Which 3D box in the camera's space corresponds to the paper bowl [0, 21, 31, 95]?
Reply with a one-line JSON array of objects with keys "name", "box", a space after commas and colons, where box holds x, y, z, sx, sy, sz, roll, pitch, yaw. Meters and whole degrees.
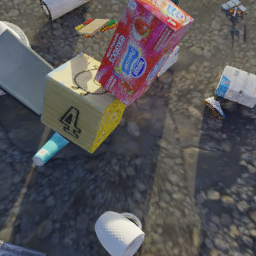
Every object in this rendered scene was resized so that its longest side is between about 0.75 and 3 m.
[{"name": "paper bowl", "box": [-5.104, -2.743, 10.148, 3.004, 1.562, 3.004, 0, 60, 1]}]

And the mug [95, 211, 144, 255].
[{"name": "mug", "box": [-0.185, 2.776, 7.589, 1.141, 0.961, 1.301, 34, 36, 30]}]

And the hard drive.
[{"name": "hard drive", "box": [-3.563, -1.833, 9.437, 2.500, 0.411, 1.745, 41, 61, -27]}]

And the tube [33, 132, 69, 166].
[{"name": "tube", "box": [-1.831, 0.481, 6.668, 0.416, 0.271, 1.074, 42, 36, -5]}]

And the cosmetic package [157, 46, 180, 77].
[{"name": "cosmetic package", "box": [0.716, -3.092, 10.753, 2.267, 0.839, 1.152, 41, 69, 18]}]

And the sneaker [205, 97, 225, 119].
[{"name": "sneaker", "box": [3.102, -0.734, 9.741, 0.401, 0.343, 0.910, -30, 66, -15]}]

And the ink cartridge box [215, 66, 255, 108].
[{"name": "ink cartridge box", "box": [4.135, -1.410, 9.956, 1.761, 0.598, 1.022, 23, 64, 12]}]

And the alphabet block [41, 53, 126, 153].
[{"name": "alphabet block", "box": [-1.252, -0.778, 8.536, 1.945, 1.910, 1.900, 30, 46, 8]}]

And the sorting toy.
[{"name": "sorting toy", "box": [-1.044, -3.066, 8.722, 0.783, 0.275, 1.625, -42, 41, -19]}]

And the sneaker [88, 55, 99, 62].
[{"name": "sneaker", "box": [-1.200, -2.333, 10.424, 1.746, 0.655, 0.738, 6, 66, 3]}]

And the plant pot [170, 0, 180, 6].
[{"name": "plant pot", "box": [1.489, -5.793, 11.831, 1.624, 1.629, 1.659, -13, 69, -7]}]

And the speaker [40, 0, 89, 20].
[{"name": "speaker", "box": [-2.551, -5.550, 12.022, 2.290, 0.930, 0.930, -36, 67, -17]}]

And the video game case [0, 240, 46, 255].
[{"name": "video game case", "box": [-3.461, 4.166, 6.666, 2.010, 0.267, 2.814, 15, 50, 0]}]

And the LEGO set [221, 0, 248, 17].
[{"name": "LEGO set", "box": [4.745, -5.275, 12.258, 0.796, 0.261, 1.065, -27, 65, -10]}]

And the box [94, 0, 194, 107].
[{"name": "box", "box": [0.304, -1.924, 7.023, 1.256, 2.520, 1.203, 41, 45, 5]}]
